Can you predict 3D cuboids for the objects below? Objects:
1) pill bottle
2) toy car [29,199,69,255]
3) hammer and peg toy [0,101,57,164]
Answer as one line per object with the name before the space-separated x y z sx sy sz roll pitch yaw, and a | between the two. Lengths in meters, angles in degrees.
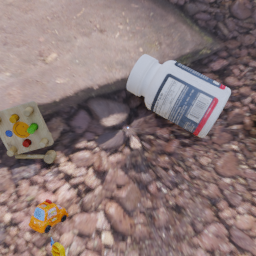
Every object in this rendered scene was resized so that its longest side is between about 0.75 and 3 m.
pill bottle | 1.229 -0.898 7.177 2.350 1.405 1.405 30 71 11
toy car | -1.450 2.021 5.865 0.877 0.595 1.788 -13 20 -35
hammer and peg toy | -2.464 0.259 6.731 1.217 1.654 0.583 -14 24 8
